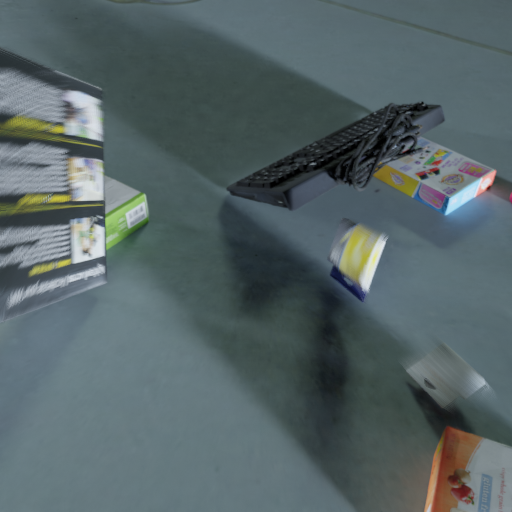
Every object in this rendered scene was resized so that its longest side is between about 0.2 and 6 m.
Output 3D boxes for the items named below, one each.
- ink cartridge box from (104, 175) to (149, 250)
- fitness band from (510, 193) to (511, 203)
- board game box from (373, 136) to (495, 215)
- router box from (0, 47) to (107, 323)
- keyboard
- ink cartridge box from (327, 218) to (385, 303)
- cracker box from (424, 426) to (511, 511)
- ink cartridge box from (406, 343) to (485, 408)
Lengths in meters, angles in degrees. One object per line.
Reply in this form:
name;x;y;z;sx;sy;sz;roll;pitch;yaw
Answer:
ink cartridge box;-2.974;-0.895;10.196;1.657;0.628;1.225;26;47;28
fitness band;5.320;-1.076;10.782;0.801;0.150;0.575;14;43;18
board game box;3.481;-1.712;11.320;1.547;0.408;2.021;-28;48;-29
router box;-3.165;-0.851;6.865;1.062;3.101;4.157;1;6;9
keyboard;1.953;-2.439;11.260;5.153;1.021;2.682;-33;33;-32
ink cartridge box;1.447;0.050;8.475;0.231;0.984;0.973;9;18;-30
cracker box;2.905;2.868;5.741;2.238;0.646;1.499;15;43;16
ink cartridge box;2.512;1.615;7.468;0.668;0.168;0.770;-36;39;-4
